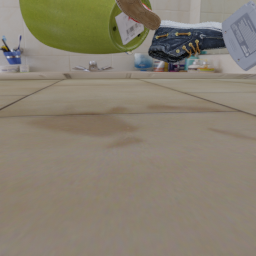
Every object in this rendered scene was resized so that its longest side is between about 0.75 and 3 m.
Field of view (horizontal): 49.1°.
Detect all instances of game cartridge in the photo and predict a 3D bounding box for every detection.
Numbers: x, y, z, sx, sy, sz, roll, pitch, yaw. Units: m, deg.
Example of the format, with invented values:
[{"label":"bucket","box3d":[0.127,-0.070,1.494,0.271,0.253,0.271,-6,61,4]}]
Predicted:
[{"label":"game cartridge","box3d":[2.646,-2.013,6.256,0.278,1.373,0.916,6,-29,-43]}]

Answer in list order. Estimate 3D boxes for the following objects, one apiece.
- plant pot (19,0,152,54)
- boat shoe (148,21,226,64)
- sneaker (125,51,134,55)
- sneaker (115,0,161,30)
[{"label":"plant pot","box3d":[-0.843,-2.987,7.127,2.696,2.696,2.882,-13,35,-43]},{"label":"boat shoe","box3d":[2.193,-2.870,9.792,2.953,1.340,1.045,13,-17,26]},{"label":"sneaker","box3d":[-0.055,-3.236,9.485,0.653,1.726,0.665,-24,58,-3]},{"label":"sneaker","box3d":[0.084,-2.343,5.398,1.159,0.413,0.652,26,19,-41]}]
